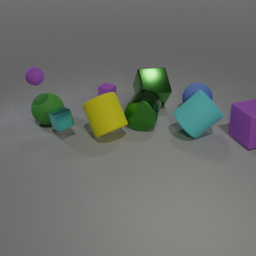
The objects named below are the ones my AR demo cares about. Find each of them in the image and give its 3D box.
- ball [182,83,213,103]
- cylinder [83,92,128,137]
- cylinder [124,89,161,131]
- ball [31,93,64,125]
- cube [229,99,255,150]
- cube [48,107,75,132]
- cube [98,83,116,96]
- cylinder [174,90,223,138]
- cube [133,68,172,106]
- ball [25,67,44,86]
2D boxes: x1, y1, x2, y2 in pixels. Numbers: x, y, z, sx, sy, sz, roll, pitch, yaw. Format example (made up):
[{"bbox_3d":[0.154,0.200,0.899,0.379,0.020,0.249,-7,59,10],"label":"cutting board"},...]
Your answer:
[{"bbox_3d":[3.280,-1.425,13.257,1.400,1.400,1.400,0,29,0],"label":"ball"},{"bbox_3d":[-0.907,-0.521,11.148,1.400,1.400,1.400,-23,-1,0],"label":"cylinder"},{"bbox_3d":[0.662,-0.794,12.141,1.400,1.400,1.400,7,30,12],"label":"cylinder"},{"bbox_3d":[-3.490,-0.838,12.219,1.400,1.400,1.400,0,29,0],"label":"ball"},{"bbox_3d":[4.988,-0.202,10.959,1.400,1.400,1.400,-11,29,-11],"label":"cube"},{"bbox_3d":[-2.646,-0.363,11.127,0.700,0.700,0.700,-27,28,-29],"label":"cube"},{"bbox_3d":[-1.089,-1.895,14.782,0.700,0.700,0.700,19,36,28],"label":"cube"},{"bbox_3d":[2.797,-0.552,11.179,1.400,1.400,1.400,40,22,-20],"label":"cylinder"},{"bbox_3d":[1.135,-1.934,13.613,1.400,1.400,1.400,-6,66,-12],"label":"cube"},{"bbox_3d":[-3.546,-1.968,10.647,0.700,0.700,0.700,0,29,0],"label":"ball"}]
